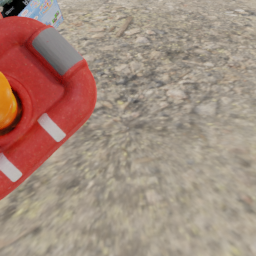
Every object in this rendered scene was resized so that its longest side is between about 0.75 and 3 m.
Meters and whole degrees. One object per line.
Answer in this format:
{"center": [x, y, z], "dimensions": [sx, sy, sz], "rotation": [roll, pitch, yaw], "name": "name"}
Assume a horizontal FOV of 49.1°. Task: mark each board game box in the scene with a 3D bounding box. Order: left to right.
{"center": [-2.253, -2.902, 7.418], "dimensions": [0.262, 1.429, 1.081], "rotation": [38, 82, 2], "name": "board game box"}

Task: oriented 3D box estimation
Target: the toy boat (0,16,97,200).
{"center": [-1.492, -0.214, 2.962], "dimensions": [1.615, 1.618, 2.475], "rotation": [45, 78, -3], "name": "toy boat"}

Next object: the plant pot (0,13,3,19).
{"center": [-3.091, -1.819, 4.933], "dimensions": [1.515, 1.515, 1.379], "rotation": [6, 22, 8], "name": "plant pot"}

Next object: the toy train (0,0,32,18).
{"center": [-2.555, -3.953, 7.923], "dimensions": [2.665, 1.136, 1.519], "rotation": [-29, 40, 21], "name": "toy train"}
